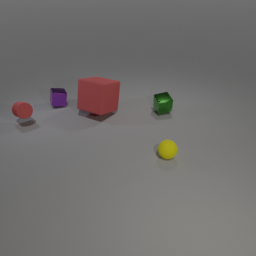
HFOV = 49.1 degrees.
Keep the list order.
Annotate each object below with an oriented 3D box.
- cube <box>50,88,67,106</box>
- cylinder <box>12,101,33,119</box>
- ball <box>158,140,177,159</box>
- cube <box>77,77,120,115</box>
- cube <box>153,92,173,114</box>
[{"bbox_3d":[-3.465,-1.541,13.910,0.700,0.700,0.700,-1,28,-25],"label":"cube"},{"bbox_3d":[-4.549,-0.774,12.044,0.700,0.700,0.700,-22,20,-33],"label":"cylinder"},{"bbox_3d":[1.428,0.773,10.099,0.700,0.700,0.700,0,29,0],"label":"ball"},{"bbox_3d":[-1.345,-1.516,12.876,1.400,1.400,1.400,16,21,27],"label":"cube"},{"bbox_3d":[1.643,-1.175,13.182,0.700,0.700,0.700,-14,47,-12],"label":"cube"}]
